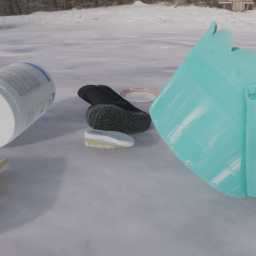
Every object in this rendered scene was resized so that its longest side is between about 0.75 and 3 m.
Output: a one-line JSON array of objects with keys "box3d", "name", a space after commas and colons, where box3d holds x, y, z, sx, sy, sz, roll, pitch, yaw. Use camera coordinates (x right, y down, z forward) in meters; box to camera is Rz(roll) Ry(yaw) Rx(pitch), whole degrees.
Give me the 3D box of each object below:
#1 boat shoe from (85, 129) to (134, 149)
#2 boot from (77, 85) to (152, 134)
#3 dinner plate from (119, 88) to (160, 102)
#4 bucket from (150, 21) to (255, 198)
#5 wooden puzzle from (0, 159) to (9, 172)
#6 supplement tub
[{"box3d": [-0.465, 0.315, 6.929, 1.235, 0.383, 0.444, 11, 27, 2], "name": "boat shoe"}, {"box3d": [-0.835, -0.749, 8.511, 2.157, 0.859, 2.616, 9, 23, -41], "name": "boot"}, {"box3d": [0.503, -1.314, 11.291, 1.753, 0.213, 1.753, 1, 25, 0], "name": "dinner plate"}, {"box3d": [2.021, -0.286, 5.342, 3.037, 1.976, 3.037, 33, 25, -17], "name": "bucket"}, {"box3d": [-4.014, 1.091, 4.862, 2.878, 0.536, 2.662, -2, 18, 7], "name": "wooden puzzle"}, {"box3d": [-3.395, -0.799, 8.067, 1.841, 1.841, 2.791, 3, 23, 7], "name": "supplement tub"}]
